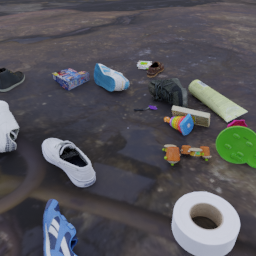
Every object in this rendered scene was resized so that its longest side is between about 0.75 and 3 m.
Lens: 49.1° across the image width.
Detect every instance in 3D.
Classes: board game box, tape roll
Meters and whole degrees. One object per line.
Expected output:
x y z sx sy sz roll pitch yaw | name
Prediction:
-2.873 -2.610 14.572 1.552 0.479 1.553 -25 41 -34 | board game box
1.937 2.393 7.097 1.638 0.573 1.638 -1 34 0 | tape roll

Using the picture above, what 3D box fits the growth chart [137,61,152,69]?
0.979 -3.707 16.532 0.941 0.115 1.300 2 33 5 | growth chart

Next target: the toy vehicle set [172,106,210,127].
2.489 -0.452 11.053 1.453 0.903 0.193 15 72 20 | toy vehicle set

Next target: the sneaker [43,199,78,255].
-1.634 2.559 6.782 0.787 0.708 1.914 -9 43 -13 | sneaker

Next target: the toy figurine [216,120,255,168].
4.034 0.380 9.749 1.806 1.356 1.663 32 31 7 | toy figurine

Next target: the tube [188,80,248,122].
3.807 -1.209 12.412 0.738 0.825 2.843 22 18 -43 | tube

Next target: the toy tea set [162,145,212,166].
1.977 0.939 9.436 1.662 0.615 0.988 3 5 9 | toy tea set

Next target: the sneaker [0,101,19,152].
-4.670 -0.060 10.510 1.146 1.088 2.847 3 37 -17 | sneaker

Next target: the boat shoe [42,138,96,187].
-1.960 0.840 9.116 2.667 0.872 0.981 28 43 35 | boat shoe

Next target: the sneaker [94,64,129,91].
-0.928 -2.532 14.188 1.025 0.971 2.538 -6 35 -34 | sneaker

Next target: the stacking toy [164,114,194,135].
1.898 -0.221 11.023 1.222 0.671 0.709 18 55 45 | stacking toy

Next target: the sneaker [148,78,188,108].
1.748 -1.453 12.426 1.548 1.033 2.702 -5 31 -4 | sneaker

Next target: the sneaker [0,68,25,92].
-5.916 -2.698 14.205 0.725 1.030 1.939 6 34 8 | sneaker

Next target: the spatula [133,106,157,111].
0.747 -0.845 12.291 1.102 0.113 0.311 -9 35 -14 | spatula

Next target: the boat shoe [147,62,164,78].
1.578 -3.387 15.620 0.611 0.611 1.737 13 35 21 | boat shoe
